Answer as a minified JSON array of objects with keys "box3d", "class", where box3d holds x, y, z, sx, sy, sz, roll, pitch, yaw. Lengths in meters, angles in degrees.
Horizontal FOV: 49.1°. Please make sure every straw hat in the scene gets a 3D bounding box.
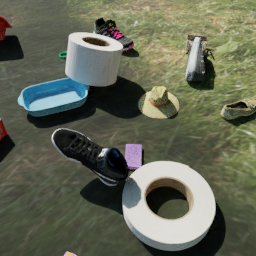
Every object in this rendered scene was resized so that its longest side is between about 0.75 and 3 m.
[{"box3d":[1.281,-1.289,11.508,1.852,0.784,1.852,0,44,0],"class":"straw hat"}]

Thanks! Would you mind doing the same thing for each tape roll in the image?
[{"box3d":[-1.501,-3.028,12.263,2.332,1.601,2.332,11,31,-7],"class":"tape roll"},{"box3d":[1.169,2.150,8.198,2.711,0.495,2.711,0,46,0],"class":"tape roll"}]

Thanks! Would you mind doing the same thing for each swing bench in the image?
[{"box3d":[3.614,-4.424,14.784,1.046,0.683,1.052,8,40,9],"class":"swing bench"}]

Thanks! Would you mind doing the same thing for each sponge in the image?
[{"box3d":[0.185,0.976,9.659,0.563,0.150,1.009,2,44,3],"class":"sponge"}]

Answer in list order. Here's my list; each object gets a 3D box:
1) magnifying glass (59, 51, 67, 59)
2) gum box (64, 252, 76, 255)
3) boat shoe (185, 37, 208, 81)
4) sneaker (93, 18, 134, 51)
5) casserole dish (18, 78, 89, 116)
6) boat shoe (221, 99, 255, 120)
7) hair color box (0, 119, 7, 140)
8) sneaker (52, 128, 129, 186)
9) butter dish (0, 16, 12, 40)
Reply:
[{"box3d":[-3.083,-3.974,14.704,0.509,0.143,1.278,28,53,26],"class":"magnifying glass"},{"box3d":[-1.423,3.746,6.613,0.812,0.473,1.431,18,47,17],"class":"gum box"},{"box3d":[3.364,-3.260,13.444,0.841,1.020,2.973,14,52,6],"class":"boat shoe"},{"box3d":[-0.850,-5.081,15.003,1.056,1.252,2.862,-35,54,-30],"class":"sneaker"},{"box3d":[-3.011,-1.265,11.643,2.900,0.563,1.757,-17,47,-15],"class":"casserole dish"},{"box3d":[4.539,-0.849,11.213,1.768,0.556,0.645,-15,46,-14],"class":"boat shoe"},{"box3d":[-5.541,0.593,9.596,1.282,0.774,2.526,16,46,15],"class":"hair color box"},{"box3d":[-1.020,0.667,8.309,2.560,1.432,0.935,36,60,-6],"class":"sneaker"},{"box3d":[-7.541,-5.213,15.065,2.097,1.554,2.102,4,3,-9],"class":"butter dish"}]
